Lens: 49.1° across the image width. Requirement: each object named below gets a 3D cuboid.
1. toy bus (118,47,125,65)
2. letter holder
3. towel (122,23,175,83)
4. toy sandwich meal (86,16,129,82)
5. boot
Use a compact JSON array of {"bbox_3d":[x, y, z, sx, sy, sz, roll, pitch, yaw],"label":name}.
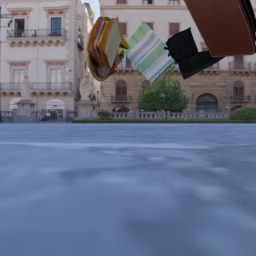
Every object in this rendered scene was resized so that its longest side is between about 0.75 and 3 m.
[{"bbox_3d":[-0.774,-3.280,12.307,1.230,1.160,0.635,-18,-35,-6],"label":"toy bus"},{"bbox_3d":[2.915,-3.444,8.020,1.264,2.514,1.786,-45,28,-14],"label":"letter holder"},{"bbox_3d":[0.889,-3.357,12.612,1.677,2.248,0.345,-43,-4,21],"label":"towel"},{"bbox_3d":[-0.682,-2.908,10.304,0.892,2.604,2.604,13,6,20],"label":"toy sandwich meal"},{"bbox_3d":[2.448,-2.867,10.188,1.982,1.624,0.734,-26,3,18],"label":"boot"}]
